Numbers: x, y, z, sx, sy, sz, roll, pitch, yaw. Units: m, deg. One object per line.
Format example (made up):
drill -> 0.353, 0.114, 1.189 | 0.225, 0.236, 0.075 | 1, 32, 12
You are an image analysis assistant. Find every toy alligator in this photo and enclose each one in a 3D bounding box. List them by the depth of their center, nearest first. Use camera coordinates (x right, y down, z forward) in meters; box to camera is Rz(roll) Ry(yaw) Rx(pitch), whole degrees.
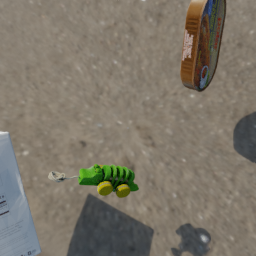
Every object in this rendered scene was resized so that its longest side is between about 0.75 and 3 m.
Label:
toy alligator -> -0.542, 0.980, 5.801 | 2.085, 0.618, 0.566 | 16, 118, -30

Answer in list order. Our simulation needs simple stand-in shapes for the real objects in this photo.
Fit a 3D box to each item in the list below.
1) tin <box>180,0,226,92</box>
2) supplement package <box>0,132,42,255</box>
tin -> 1.740, -1.977, 6.498 | 0.476, 2.274, 1.273 | 25, 35, 38
supplement package -> -2.977, 1.471, 5.712 | 1.424, 1.479, 2.600 | -18, 101, -35
